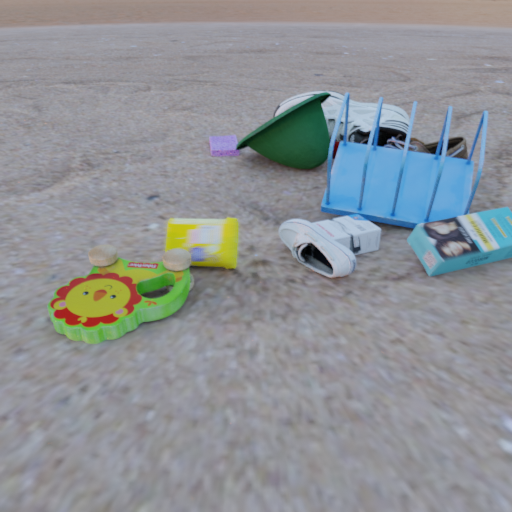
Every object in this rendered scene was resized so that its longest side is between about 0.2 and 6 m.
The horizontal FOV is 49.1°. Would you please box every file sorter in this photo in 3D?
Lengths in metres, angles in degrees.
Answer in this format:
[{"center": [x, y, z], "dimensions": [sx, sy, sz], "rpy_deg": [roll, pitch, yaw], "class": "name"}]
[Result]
[{"center": [2.541, -1.647, 9.628], "dimensions": [2.497, 1.532, 1.732], "rpy_deg": [12, 56, 12], "class": "file sorter"}]

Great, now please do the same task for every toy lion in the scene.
[{"center": [-1.796, 0.533, 7.467], "dimensions": [1.707, 0.586, 1.637], "rpy_deg": [3, 35, 4], "class": "toy lion"}]

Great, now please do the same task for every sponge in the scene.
[{"center": [-0.803, -2.763, 14.017], "dimensions": [0.692, 0.185, 1.241], "rpy_deg": [-3, 28, -6], "class": "sponge"}]

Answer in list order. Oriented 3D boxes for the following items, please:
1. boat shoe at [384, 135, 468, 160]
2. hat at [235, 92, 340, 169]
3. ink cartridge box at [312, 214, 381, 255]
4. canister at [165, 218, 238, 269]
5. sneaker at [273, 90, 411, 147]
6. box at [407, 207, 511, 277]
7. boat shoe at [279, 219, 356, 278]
[{"center": [2.969, -1.857, 11.297], "dimensions": [3.033, 1.098, 1.096], "rpy_deg": [-14, 30, -24], "class": "boat shoe"}, {"center": [1.269, -2.054, 12.629], "dimensions": [2.350, 2.497, 2.837], "rpy_deg": [-34, 7, -40], "class": "hat"}, {"center": [1.418, -0.312, 9.105], "dimensions": [0.963, 0.406, 0.697], "rpy_deg": [-12, 30, -21], "class": "ink cartridge box"}, {"center": [-0.825, -0.206, 8.568], "dimensions": [1.040, 0.772, 0.450], "rpy_deg": [2, -14, 6], "class": "canister"}, {"center": [2.053, -3.143, 13.528], "dimensions": [3.454, 1.304, 1.987], "rpy_deg": [6, 26, 6], "class": "sneaker"}, {"center": [3.297, -0.242, 8.651], "dimensions": [1.767, 0.434, 0.727], "rpy_deg": [-11, 58, -20], "class": "box"}, {"center": [0.806, -0.096, 8.604], "dimensions": [0.512, 0.560, 1.558], "rpy_deg": [-16, 40, -37], "class": "boat shoe"}]
